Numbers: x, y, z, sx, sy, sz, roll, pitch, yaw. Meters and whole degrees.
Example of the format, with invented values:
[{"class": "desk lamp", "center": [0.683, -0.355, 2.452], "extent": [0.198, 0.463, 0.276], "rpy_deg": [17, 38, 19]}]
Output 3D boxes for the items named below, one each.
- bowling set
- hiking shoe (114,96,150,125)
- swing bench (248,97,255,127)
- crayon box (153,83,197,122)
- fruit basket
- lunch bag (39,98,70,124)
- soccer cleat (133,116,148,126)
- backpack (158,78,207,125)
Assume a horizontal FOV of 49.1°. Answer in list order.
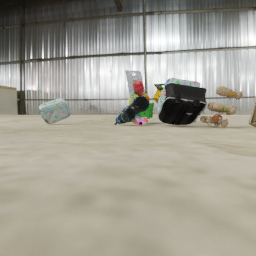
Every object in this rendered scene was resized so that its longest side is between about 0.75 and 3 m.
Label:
[{"class": "bowling set", "center": [2.995, -0.392, 8.881], "extent": [0.869, 1.619, 1.126], "rpy_deg": [15, 43, -4]}, {"class": "hiking shoe", "center": [0.145, -0.711, 10.745], "extent": [0.742, 0.637, 1.711], "rpy_deg": [-22, 11, 48]}, {"class": "swing bench", "center": [4.288, -0.518, 8.884], "extent": [0.588, 0.901, 0.906], "rpy_deg": [17, -4, -21]}, {"class": "crayon box", "center": [2.128, -1.119, 12.814], "extent": [1.391, 0.571, 2.213], "rpy_deg": [4, -32, 44]}, {"class": "fruit basket", "center": [0.372, -1.397, 12.318], "extent": [1.053, 2.247, 2.081], "rpy_deg": [-14, 5, 23]}, {"class": "lunch bag", "center": [-2.959, -0.683, 11.228], "extent": [1.118, 0.897, 0.431], "rpy_deg": [-21, 43, -6]}, {"class": "soccer cleat", "center": [0.405, -0.231, 10.360], "extent": [0.286, 0.328, 0.859], "rpy_deg": [47, -24, -26]}, {"class": "backpack", "center": [1.775, -0.837, 9.658], "extent": [1.519, 1.288, 1.711], "rpy_deg": [7, -35, -4]}]
